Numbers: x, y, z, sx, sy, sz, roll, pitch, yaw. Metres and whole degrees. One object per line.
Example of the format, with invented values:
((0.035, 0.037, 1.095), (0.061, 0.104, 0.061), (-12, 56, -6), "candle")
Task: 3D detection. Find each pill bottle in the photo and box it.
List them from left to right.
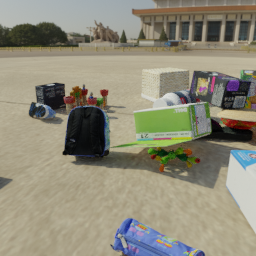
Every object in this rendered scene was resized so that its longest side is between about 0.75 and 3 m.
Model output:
((2.073, -0.953, 11.912), (1.976, 1.181, 1.181), (-16, 24, -37), "pill bottle")

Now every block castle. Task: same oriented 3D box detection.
((-1.951, -1.425, 13.441), (1.584, 1.112, 2.370), (3, 19, 11), "block castle")

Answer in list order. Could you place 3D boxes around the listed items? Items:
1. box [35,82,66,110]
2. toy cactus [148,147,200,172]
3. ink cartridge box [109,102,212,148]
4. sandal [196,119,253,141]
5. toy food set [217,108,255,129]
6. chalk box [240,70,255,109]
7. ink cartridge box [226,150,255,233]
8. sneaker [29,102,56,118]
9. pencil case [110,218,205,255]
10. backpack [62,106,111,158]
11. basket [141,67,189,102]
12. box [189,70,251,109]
((-3.739, -1.522, 13.624), (0.674, 1.179, 1.295), (14, 23, 36), "box")
((1.255, 0.810, 7.774), (1.375, 0.703, 1.134), (0, 0, 8), "toy cactus")
((1.000, -0.106, 8.392), (2.041, 1.046, 2.762), (-4, 4, 38), "ink cartridge box")
((2.921, -0.052, 9.966), (2.870, 0.687, 1.079), (3, 19, 6), "sandal")
((4.503, -0.292, 9.830), (2.637, 0.642, 2.610), (4, 9, 16), "toy food set")
((6.126, -1.751, 13.374), (2.917, 1.808, 1.821), (6, 21, 21), "chalk box")
((3.492, 1.219, 5.639), (2.415, 1.018, 1.763), (0, 18, -1), "ink cartridge box")
((-3.815, -0.712, 12.297), (0.689, 0.677, 1.788), (13, 6, -43), "sneaker")
((0.425, 1.881, 4.317), (1.454, 0.567, 0.631), (13, -10, 34), "pencil case")
((-1.156, 0.105, 8.306), (1.328, 1.451, 1.066), (2, -2, 10), "backpack")
((2.053, -2.397, 15.506), (2.081, 1.689, 2.100), (-10, 19, -23), "basket")
((3.422, -1.494, 10.645), (1.198, 1.039, 1.959), (-2, 22, -24), "box")
